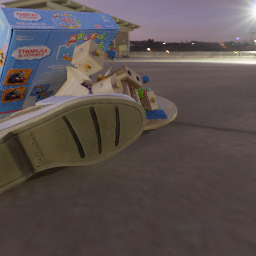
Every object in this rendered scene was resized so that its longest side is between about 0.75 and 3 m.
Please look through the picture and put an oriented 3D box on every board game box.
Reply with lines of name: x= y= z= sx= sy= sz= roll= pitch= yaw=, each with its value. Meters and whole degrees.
board game box: x=-1.779 y=-1.161 z=6.028 sx=2.253 sy=0.545 sz=2.979 roll=-18 pitch=-20 yaw=-42

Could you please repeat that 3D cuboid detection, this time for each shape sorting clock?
shape sorting clock: x=-0.049 y=-0.526 z=7.795 sx=2.802 sy=0.550 sz=2.802 roll=-3 pitch=25 yaw=1

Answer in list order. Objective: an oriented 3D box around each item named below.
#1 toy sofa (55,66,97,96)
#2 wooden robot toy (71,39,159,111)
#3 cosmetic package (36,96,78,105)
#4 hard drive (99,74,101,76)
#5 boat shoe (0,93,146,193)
toy sofa: x=-1.344 y=-0.470 z=5.988 sx=0.768 sy=1.574 sz=0.652 roll=46 pitch=15 yaw=14
wooden robot toy: x=-0.404 y=-0.770 z=6.176 sx=1.213 sy=1.178 sz=2.673 roll=-18 pitch=-22 yaw=29
cosmetic package: x=-1.114 y=-0.032 z=5.168 sx=0.850 sy=1.031 sz=0.850 roll=1 pitch=15 yaw=4
hard drive: x=-0.362 y=-1.150 z=7.619 sx=0.886 sy=0.585 sz=0.118 roll=12 pitch=60 yaw=-2
boat shoe: x=-1.160 y=0.055 z=4.160 sx=2.878 sy=1.075 sz=0.984 roll=-17 pitch=29 yaw=-20
